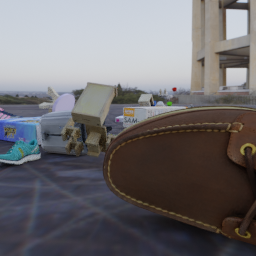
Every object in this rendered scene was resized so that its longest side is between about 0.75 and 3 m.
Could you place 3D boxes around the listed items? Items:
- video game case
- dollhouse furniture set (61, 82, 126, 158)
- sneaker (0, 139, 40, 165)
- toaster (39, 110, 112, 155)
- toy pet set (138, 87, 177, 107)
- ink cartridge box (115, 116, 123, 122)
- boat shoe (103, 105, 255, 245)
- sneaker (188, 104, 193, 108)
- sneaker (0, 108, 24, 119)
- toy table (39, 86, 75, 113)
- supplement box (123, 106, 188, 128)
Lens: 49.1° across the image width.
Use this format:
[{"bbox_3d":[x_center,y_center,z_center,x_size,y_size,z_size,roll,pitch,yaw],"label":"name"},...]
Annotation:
[{"bbox_3d":[-2.165,0.003,7.130,2.102,0.478,1.905,4,8,36],"label":"video game case"},{"bbox_3d":[-0.437,-0.056,4.063,0.866,0.988,0.656,11,48,11],"label":"dollhouse furniture set"},{"bbox_3d":[-1.703,0.366,4.297,0.336,0.345,0.867,2,7,22],"label":"sneaker"},{"bbox_3d":[-0.998,0.029,5.286,0.917,0.807,1.420,0,9,22],"label":"toaster"},{"bbox_3d":[1.697,-1.175,16.284,2.195,1.249,2.351,1,40,25],"label":"toy pet set"},{"bbox_3d":[-0.103,-0.395,12.156,0.663,0.233,1.110,1,9,11],"label":"ink cartridge box"},{"bbox_3d":[0.995,0.329,1.845,2.580,0.929,0.871,4,5,16],"label":"boat shoe"},{"bbox_3d":[2.775,-0.694,12.516,0.671,0.737,1.797,-4,7,-37],"label":"sneaker"},{"bbox_3d":[-4.981,-0.509,11.279,1.532,0.628,0.537,-2,6,-16],"label":"sneaker"},{"bbox_3d":[-3.694,-1.274,14.587,1.070,1.679,1.827,14,16,18],"label":"toy table"},{"bbox_3d":[0.942,-0.360,9.451,1.921,0.706,1.210,-4,7,-36],"label":"supplement box"}]
